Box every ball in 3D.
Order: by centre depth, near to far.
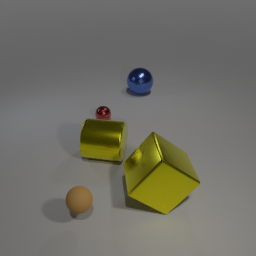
[{"bbox_3d":[-1.262,1.850,7.251,0.700,0.700,0.700,0,30,0],"label":"ball"},{"bbox_3d":[-1.091,-0.624,12.307,0.700,0.700,0.700,0,30,0],"label":"ball"},{"bbox_3d":[0.633,-2.476,14.803,1.400,1.400,1.400,0,30,0],"label":"ball"}]

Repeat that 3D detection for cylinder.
[{"bbox_3d":[-0.815,0.410,9.819,1.400,1.400,1.400,6,31,8],"label":"cylinder"}]

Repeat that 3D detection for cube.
[{"bbox_3d":[0.881,1.248,7.844,1.400,1.400,1.400,32,23,-23],"label":"cube"}]
